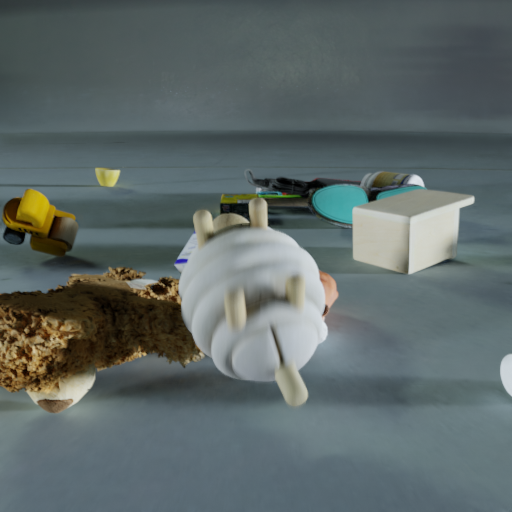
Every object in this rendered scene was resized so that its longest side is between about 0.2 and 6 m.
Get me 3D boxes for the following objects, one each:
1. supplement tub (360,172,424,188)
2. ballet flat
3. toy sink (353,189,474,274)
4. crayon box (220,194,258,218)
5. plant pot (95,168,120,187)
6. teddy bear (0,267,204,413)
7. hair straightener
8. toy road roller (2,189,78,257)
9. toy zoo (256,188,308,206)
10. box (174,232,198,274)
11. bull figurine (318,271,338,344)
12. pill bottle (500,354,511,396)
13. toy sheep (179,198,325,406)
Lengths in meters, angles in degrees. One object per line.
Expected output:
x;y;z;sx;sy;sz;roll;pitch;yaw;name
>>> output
2.758;-1.300;11.447;0.805;0.805;1.115;-14;21;-42;supplement tub
2.007;-0.868;10.267;2.362;0.850;0.850;-3;16;-13;ballet flat
2.243;-0.364;7.949;1.517;0.850;0.989;-18;23;-36;toy sink
-0.322;-1.032;11.400;0.779;0.312;1.228;0;16;0;crayon box
-3.993;-2.100;15.027;0.632;0.448;0.632;4;11;-1;plant pot
-1.247;0.626;4.721;1.814;0.835;2.502;6;7;0;teddy bear
1.093;-1.541;12.078;2.739;0.560;1.054;10;9;-4;hair straightener
-3.052;-0.503;7.957;1.028;0.750;0.631;17;53;-19;toy road roller
0.587;-1.398;12.986;1.192;0.186;1.817;1;15;1;toy zoo
-0.516;0.057;5.769;0.277;0.485;0.528;-6;42;36;box
0.338;0.433;5.461;0.953;0.511;1.569;26;17;12;bull figurine
2.278;0.859;4.181;0.799;0.443;0.443;-4;16;-12;pill bottle
-0.020;0.308;3.906;1.113;1.113;1.614;-5;48;-16;toy sheep
